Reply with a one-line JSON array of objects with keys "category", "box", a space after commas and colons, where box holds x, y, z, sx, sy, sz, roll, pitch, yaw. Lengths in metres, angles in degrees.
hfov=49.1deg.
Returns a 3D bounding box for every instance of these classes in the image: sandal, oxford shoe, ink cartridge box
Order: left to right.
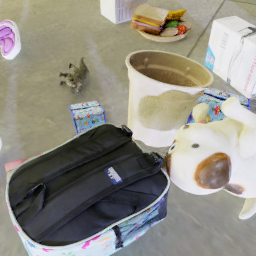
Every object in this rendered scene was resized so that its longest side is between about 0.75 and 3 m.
[{"category": "sandal", "box": [-5.239, -3.967, 11.868, 1.205, 0.728, 2.961, -45, 52, 5]}, {"category": "oxford shoe", "box": [-1.961, 1.150, 7.144, 2.131, 0.751, 0.797, -8, 71, -9]}, {"category": "ink cartridge box", "box": [4.060, -2.547, 9.944, 1.081, 1.856, 2.567, -19, 47, -18]}]

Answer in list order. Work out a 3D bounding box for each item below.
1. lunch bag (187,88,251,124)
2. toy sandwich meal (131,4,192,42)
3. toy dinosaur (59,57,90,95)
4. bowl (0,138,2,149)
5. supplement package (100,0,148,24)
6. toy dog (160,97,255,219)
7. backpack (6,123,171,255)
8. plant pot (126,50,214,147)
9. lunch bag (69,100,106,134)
[{"category": "lunch bag", "box": [2.922, -0.627, 8.806, 1.632, 1.020, 2.168, 16, 34, 17]}, {"category": "toy sandwich meal", "box": [1.590, -5.040, 13.134, 2.863, 0.980, 2.863, 0, 44, 0]}, {"category": "toy dinosaur", "box": [-1.846, -1.833, 10.177, 1.032, 0.776, 2.017, 21, 41, 4]}, {"category": "bowl", "box": [-4.367, 0.666, 7.569, 1.575, 0.589, 1.577, 21, 49, 20]}, {"category": "supplement package", "box": [-0.205, -6.498, 14.264, 1.984, 1.495, 1.506, -24, 49, -23]}, {"category": "toy dog", "box": [1.982, 0.649, 6.146, 2.755, 2.671, 1.922, 4, 6, -36]}, {"category": "backpack", "box": [-0.868, 1.428, 5.675, 2.790, 2.100, 2.477, -22, 48, -30]}, {"category": "plant pot", "box": [0.887, -0.718, 7.719, 2.287, 2.093, 2.287, 9, 34, -6]}, {"category": "lunch bag", "box": [-1.294, -0.478, 8.861, 0.964, 0.602, 1.280, -14, 34, -12]}]
